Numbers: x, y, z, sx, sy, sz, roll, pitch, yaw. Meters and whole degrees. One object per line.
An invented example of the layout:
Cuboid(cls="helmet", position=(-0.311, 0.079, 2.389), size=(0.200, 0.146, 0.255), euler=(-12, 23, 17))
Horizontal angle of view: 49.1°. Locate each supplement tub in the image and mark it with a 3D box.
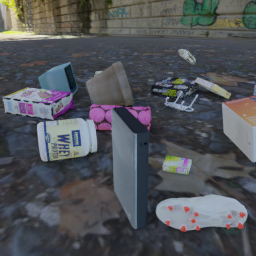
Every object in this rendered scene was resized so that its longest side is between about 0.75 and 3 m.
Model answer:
Cuboid(cls="supplement tub", position=(-2.032, 0.362, 9.395), size=(1.812, 1.314, 1.314), euler=(-7, 24, -15))

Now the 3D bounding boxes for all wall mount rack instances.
Cuboid(cls="wall mount rack", position=(2.757, -1.379, 14.360), size=(1.660, 0.619, 1.442), euler=(22, 31, 39))

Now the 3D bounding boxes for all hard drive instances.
Cuboid(cls="hard drive", position=(0.025, 0.901, 6.738), size=(0.400, 2.433, 1.698), euler=(-9, 24, -17))

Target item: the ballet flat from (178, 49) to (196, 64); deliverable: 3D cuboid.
Cuboid(cls="ballet flat", position=(2.844, -3.375, 13.288), size=(1.119, 0.423, 0.358), euler=(22, 38, -33))

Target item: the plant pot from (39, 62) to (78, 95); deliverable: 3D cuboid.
Cuboid(cls="plant pot", position=(-4.102, -2.671, 16.211), size=(1.736, 1.705, 1.700), euler=(-10, 22, 6))

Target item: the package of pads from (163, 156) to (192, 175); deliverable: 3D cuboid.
Cuboid(cls="package of pads", position=(1.546, 1.173, 8.838), size=(0.824, 0.281, 0.637), euler=(7, 23, 18))

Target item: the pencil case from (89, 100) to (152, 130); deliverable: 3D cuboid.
Cuboid(cls="pencil case", position=(-0.306, -0.482, 11.669), size=(2.613, 1.186, 1.224), euler=(6, 18, 7))

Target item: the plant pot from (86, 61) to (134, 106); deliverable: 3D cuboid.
Cuboid(cls="plant pot", position=(-0.976, -1.994, 14.253), size=(1.993, 2.296, 2.296), euler=(-19, 25, -2))

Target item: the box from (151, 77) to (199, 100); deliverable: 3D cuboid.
Cuboid(cls="box", position=(2.895, -2.462, 16.911), size=(2.111, 0.583, 2.635), euler=(13, 27, 28))

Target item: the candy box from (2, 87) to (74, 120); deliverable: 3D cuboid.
Cuboid(cls="candy box", position=(-4.359, -1.261, 13.774), size=(2.789, 0.851, 1.902), euler=(7, 25, 18))

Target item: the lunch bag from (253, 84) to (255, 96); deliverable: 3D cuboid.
Cuboid(cls="lunch bag", position=(7.696, -2.233, 16.217), size=(0.862, 0.733, 0.534), euler=(-17, 28, -32))

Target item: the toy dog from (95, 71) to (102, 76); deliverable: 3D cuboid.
Cuboid(cls="toy dog", position=(-1.145, -2.692, 16.394), size=(2.111, 1.519, 2.177), euler=(-5, 20, -42))

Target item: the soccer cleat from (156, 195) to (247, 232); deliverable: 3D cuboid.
Cuboid(cls="soccer cleat", position=(1.687, 1.941, 6.590), size=(2.159, 0.748, 0.837), euler=(5, 17, -6))

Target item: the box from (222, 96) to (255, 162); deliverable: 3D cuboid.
Cuboid(cls="box", position=(4.793, -0.121, 10.082), size=(1.923, 1.343, 2.526), euler=(-13, 24, 0))

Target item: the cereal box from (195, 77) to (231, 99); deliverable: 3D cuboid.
Cuboid(cls="cereal box", position=(4.888, -2.333, 16.193), size=(1.338, 0.368, 1.860), euler=(23, 12, -27))
